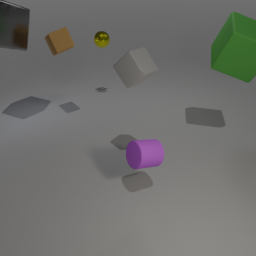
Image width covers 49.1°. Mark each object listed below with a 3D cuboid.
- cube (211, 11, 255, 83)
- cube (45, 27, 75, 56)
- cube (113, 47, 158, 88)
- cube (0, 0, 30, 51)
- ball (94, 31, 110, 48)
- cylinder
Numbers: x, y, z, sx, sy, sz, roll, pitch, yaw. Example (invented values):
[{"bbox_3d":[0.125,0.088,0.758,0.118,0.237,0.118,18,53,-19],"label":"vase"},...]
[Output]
[{"bbox_3d":[3.637,-2.593,9.022,1.400,1.400,1.400,20,49,-4],"label":"cube"},{"bbox_3d":[-2.419,-3.049,9.894,0.700,0.700,0.700,-31,18,-21],"label":"cube"},{"bbox_3d":[0.199,-1.558,7.234,0.700,0.700,0.700,-32,0,43],"label":"cube"},{"bbox_3d":[-4.340,-3.443,9.379,1.400,1.400,1.400,14,13,25],"label":"cube"},{"bbox_3d":[-1.141,-3.854,12.200,0.700,0.700,0.700,0,29,0],"label":"ball"},{"bbox_3d":[0.417,0.641,6.967,0.700,0.700,0.700,-2,26,-34],"label":"cylinder"}]
